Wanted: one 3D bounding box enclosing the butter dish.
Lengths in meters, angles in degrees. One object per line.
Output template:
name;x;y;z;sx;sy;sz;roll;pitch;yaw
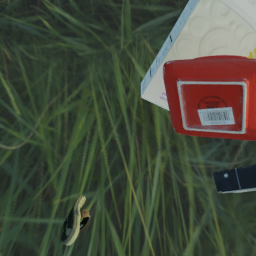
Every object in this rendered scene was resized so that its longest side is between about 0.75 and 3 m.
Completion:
butter dish;1.498;-0.661;4.675;1.538;1.534;1.137;4;42;25

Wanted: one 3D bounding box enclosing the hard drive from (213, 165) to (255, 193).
hard drive;2.940;0.728;4.891;2.354;1.645;0.445;-22;73;40

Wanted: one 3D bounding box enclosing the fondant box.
fondant box;1.730;-1.439;5.801;1.938;2.687;0.783;24;32;-13

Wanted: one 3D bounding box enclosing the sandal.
sandal;-0.903;1.689;5.041;0.384;1.344;0.534;28;99;-10
